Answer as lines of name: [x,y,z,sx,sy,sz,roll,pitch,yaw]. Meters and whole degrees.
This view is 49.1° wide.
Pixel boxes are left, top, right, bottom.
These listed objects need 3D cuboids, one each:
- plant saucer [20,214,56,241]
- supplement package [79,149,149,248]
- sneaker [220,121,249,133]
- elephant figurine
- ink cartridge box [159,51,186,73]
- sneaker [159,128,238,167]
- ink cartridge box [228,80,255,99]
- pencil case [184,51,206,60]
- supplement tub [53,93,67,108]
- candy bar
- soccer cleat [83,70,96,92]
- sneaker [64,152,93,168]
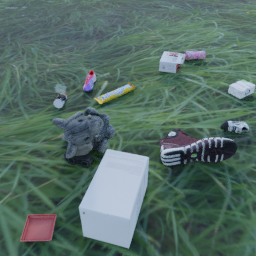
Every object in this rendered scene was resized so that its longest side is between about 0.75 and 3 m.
plant saucer: [-2.524,2.873,8.000,0.850,0.156,0.852,-1,37,-1]
supplement package: [-0.312,1.964,8.156,1.394,1.377,2.299,11,39,12]
sneaker: [4.418,-0.014,11.521,1.164,0.431,0.515,-4,35,-4]
elephant figurine: [-1.664,0.111,9.622,1.895,2.078,2.678,32,11,12]
ink cartridge box: [2.601,-3.821,16.295,1.328,0.634,1.513,10,39,13]
sneaker: [2.469,0.481,10.409,2.801,1.060,1.618,-6,35,-6]
ink cartridge box: [5.685,-1.954,14.023,1.071,0.450,0.779,-23,43,-27]
pencil case: [4.096,-4.489,17.229,1.304,0.570,0.570,0,38,-2]
supplement tub: [-3.164,-1.317,13.185,0.467,0.467,0.763,6,39,8]
candy bar: [-0.628,-1.716,13.886,2.338,0.259,0.583,-28,46,-31]
soccer cleat: [-2.013,-2.425,14.515,0.534,0.573,1.566,1,39,8]
sneaker: [-1.786,1.095,10.179,1.120,0.425,0.508,17,30,12]
